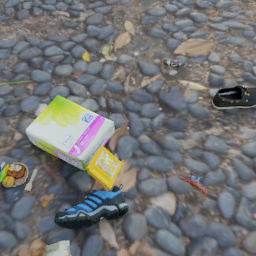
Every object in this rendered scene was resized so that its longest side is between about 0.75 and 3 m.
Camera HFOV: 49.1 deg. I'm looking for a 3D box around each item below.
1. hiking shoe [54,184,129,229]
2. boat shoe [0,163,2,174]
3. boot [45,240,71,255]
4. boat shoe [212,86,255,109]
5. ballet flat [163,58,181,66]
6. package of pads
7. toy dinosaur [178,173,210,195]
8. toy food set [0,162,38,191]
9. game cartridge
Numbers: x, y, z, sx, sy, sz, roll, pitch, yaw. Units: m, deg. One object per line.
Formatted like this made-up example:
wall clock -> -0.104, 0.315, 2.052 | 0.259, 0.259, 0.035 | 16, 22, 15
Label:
hiking shoe -> -1.179, 2.511, 8.896 | 2.323, 0.864, 1.007 | -8, 51, -17
boat shoe -> -4.922, 1.113, 9.909 | 0.602, 0.491, 1.430 | -29, 60, -14
boot -> -1.664, 3.858, 8.120 | 1.502, 0.541, 1.162 | -8, 57, -3
boat shoe -> 4.593, -1.300, 11.389 | 2.258, 0.708, 0.826 | -8, 56, -7
ballet flat -> 1.993, -2.977, 12.741 | 0.840, 0.290, 0.299 | 13, 77, 8
package of pads -> -2.125, 0.166, 10.299 | 2.651, 0.904, 2.048 | 26, 59, 17
toy dinosaur -> 2.182, 1.864, 9.046 | 1.046, 0.549, 0.949 | -14, 11, 13
toy food set -> -3.936, 1.618, 9.718 | 1.404, 0.282, 0.970 | 9, 57, 6
game cartridge -> -0.711, 1.215, 8.700 | 0.971, 0.179, 1.102 | 43, 39, -12
